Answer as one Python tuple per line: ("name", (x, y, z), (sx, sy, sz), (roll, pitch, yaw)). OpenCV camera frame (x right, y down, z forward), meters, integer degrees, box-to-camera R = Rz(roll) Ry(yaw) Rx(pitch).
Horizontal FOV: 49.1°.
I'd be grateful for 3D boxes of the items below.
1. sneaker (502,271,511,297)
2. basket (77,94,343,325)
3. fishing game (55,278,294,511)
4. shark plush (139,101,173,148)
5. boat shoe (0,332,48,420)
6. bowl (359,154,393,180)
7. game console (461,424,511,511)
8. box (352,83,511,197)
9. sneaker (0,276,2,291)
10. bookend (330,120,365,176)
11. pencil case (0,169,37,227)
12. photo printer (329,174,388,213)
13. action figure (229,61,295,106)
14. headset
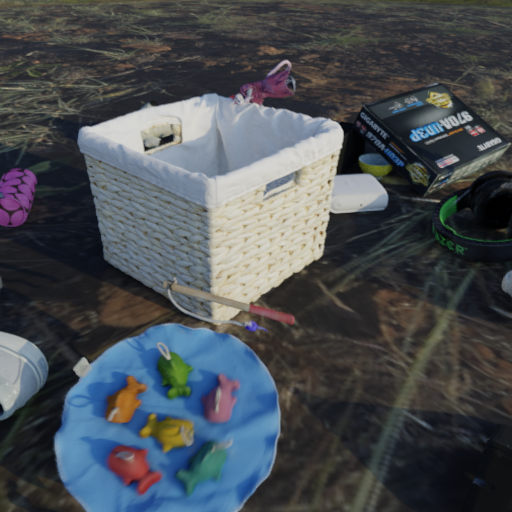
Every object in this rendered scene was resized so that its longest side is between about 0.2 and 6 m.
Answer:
("sneaker", (5.289, 0.201, 8.903), (3.077, 1.153, 1.333), (-12, 28, -19))
("basket", (-0.679, -0.989, 9.427), (3.166, 2.546, 3.138), (23, 38, 35))
("fishing game", (-0.940, 1.645, 5.913), (2.429, 0.527, 3.392), (14, 53, 14))
("shark plush", (-3.461, -3.294, 15.451), (2.636, 1.198, 1.098), (-20, 10, 6))
("boat shoe", (-4.166, 1.376, 6.938), (2.970, 1.036, 1.058), (8, 27, 8))
("bowl", (2.840, -2.077, 13.300), (0.838, 0.451, 0.838), (0, 30, 0))
("game console", (3.139, 2.597, 5.753), (1.691, 0.984, 1.488), (19, 66, 29))
("box", (4.226, -2.905, 13.482), (3.150, 0.725, 2.504), (-24, 64, -34))
("sneaker", (-4.986, 0.571, 8.520), (2.087, 0.793, 1.508), (-21, 34, -33))
("bookend", (1.373, -2.868, 14.062), (2.226, 1.032, 2.240), (16, 34, 24))
("pencil case", (-5.086, -1.262, 11.687), (0.782, 0.758, 1.670), (-6, 29, -9))
("photo printer", (1.970, -1.351, 12.044), (1.389, 0.483, 1.156), (-4, 31, -8))
("action figure", (0.084, -2.980, 9.907), (1.189, 0.885, 0.796), (-10, -12, 9))
("headset", (4.929, -1.045, 10.491), (3.318, 1.559, 2.049), (-20, 36, -11))
